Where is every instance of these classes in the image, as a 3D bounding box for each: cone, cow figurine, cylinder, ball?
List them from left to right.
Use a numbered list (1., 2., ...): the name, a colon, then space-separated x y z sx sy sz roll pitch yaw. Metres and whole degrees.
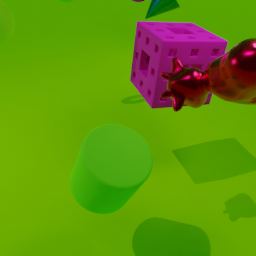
1. ball: -2.722 -2.113 5.506 0.929 0.929 0.929 0 38 0
2. cylinder: -0.287 0.637 4.249 1.038 1.038 1.038 11 52 -15
3. cone: 0.903 -3.781 8.753 1.012 1.008 1.008 -42 37 16
4. cow figurine: 1.285 -0.717 3.895 1.541 1.566 0.860 0 81 -3

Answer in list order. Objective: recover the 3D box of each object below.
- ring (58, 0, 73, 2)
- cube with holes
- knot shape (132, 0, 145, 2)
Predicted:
1. ring: -1.664 -3.956 7.592 1.065 1.065 0.213 -21 54 -24
2. cube with holes: 0.941 -1.339 5.788 1.325 1.325 1.325 -5 35 -19
3. knot shape: 0.720 -5.322 9.453 1.927 2.059 0.952 -3 63 -7
